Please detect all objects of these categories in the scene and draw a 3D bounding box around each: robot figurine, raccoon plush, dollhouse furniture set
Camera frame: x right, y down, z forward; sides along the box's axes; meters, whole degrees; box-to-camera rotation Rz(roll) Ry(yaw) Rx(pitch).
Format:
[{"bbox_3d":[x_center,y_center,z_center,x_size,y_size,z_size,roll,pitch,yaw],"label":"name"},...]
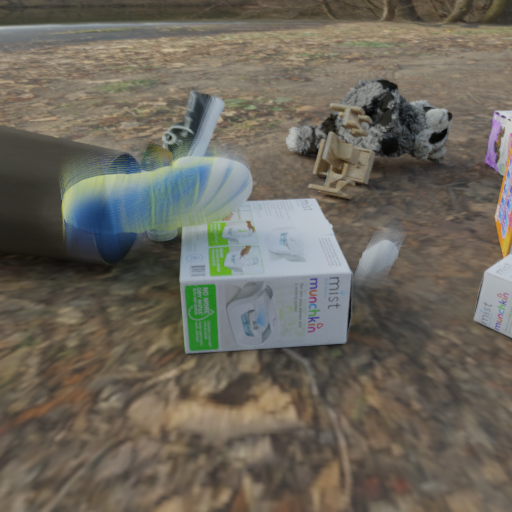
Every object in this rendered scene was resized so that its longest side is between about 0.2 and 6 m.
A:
[{"bbox_3d":[1.545,0.005,6.998,0.525,0.445,0.296,-32,73,-5],"label":"robot figurine"},{"bbox_3d":[2.725,-2.938,12.919,2.330,1.682,3.477,6,5,-44],"label":"raccoon plush"},{"bbox_3d":[1.526,-1.983,10.990,1.129,1.594,1.735,16,4,25],"label":"dollhouse furniture set"}]

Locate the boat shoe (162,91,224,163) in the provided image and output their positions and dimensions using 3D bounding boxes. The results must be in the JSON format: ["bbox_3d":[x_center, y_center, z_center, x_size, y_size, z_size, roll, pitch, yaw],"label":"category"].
[{"bbox_3d":[-1.028,-1.652,8.100,0.645,0.698,1.889,23,65,-9],"label":"boat shoe"}]

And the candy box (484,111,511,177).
[{"bbox_3d":[5.498,-2.329,11.915,0.513,1.202,1.433,-2,27,-3],"label":"candy box"}]

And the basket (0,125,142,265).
[{"bbox_3d":[-3.428,-0.945,8.552,3.009,2.046,2.713,10,17,10],"label":"basket"}]

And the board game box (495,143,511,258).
[{"bbox_3d":[4.865,-0.954,8.737,1.724,1.722,1.723,8,29,14],"label":"board game box"}]

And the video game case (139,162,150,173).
[{"bbox_3d":[-2.166,-1.785,12.058,0.942,0.125,1.319,-15,32,-26],"label":"video game case"}]

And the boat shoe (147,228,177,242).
[{"bbox_3d":[-1.720,-0.975,9.908,0.749,0.680,2.036,-9,29,-17],"label":"boat shoe"}]

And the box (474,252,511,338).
[{"bbox_3d":[3.833,0.490,7.004,1.643,0.794,1.449,-24,36,-37],"label":"box"}]

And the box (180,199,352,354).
[{"bbox_3d":[0.028,0.128,7.372,1.983,1.086,2.247,-3,28,-6],"label":"box"}]

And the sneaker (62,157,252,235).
[{"bbox_3d":[-1.146,-0.607,6.526,2.292,0.868,1.204,-12,15,-1],"label":"sneaker"}]

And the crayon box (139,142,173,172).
[{"bbox_3d":[-1.299,-1.264,9.090,1.241,0.788,0.315,25,55,-12],"label":"crayon box"}]
